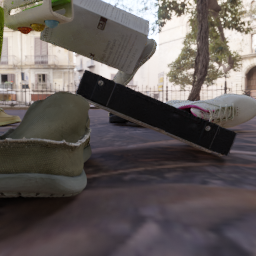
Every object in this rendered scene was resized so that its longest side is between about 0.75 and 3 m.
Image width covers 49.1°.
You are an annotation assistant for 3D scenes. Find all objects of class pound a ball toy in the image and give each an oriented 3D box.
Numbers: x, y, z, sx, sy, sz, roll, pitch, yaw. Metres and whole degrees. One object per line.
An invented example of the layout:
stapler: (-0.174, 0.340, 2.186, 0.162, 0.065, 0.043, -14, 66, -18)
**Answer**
pound a ball toy: (-2.266, -2.543, 6.178, 1.808, 0.768, 1.179, 1, 4, 32)

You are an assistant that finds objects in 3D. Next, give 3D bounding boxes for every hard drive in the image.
hard drive: (0.295, -0.188, 3.943, 2.001, 0.378, 1.398, 21, 2, -8)

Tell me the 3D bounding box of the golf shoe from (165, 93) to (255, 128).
golf shoe: (2.112, -0.310, 7.229, 2.593, 0.977, 1.187, -7, 12, 9)

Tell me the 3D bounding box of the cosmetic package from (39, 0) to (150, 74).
cosmetic package: (-0.874, -2.612, 7.471, 2.657, 1.351, 0.984, 17, 44, -11)

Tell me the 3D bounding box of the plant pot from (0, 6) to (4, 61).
plant pot: (-4.155, -1.080, 5.727, 2.806, 2.546, 2.792, -3, 6, -32)

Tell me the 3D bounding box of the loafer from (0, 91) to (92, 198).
loafer: (-0.753, 0.054, 2.551, 0.839, 0.777, 2.231, 0, 5, -6)

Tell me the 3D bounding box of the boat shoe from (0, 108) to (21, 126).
boat shoe: (-4.438, -0.401, 9.327, 1.897, 0.616, 0.685, 2, 5, 19)

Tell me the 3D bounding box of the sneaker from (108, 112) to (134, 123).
sneaker: (0.230, -0.566, 10.274, 2.242, 0.804, 0.928, 2, 5, 20)

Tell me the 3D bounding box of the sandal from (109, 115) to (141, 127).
sandal: (0.280, -0.246, 9.028, 0.891, 0.502, 2.343, 5, -9, -36)

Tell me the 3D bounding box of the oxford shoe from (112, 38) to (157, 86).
oxford shoe: (0.019, -2.517, 10.904, 0.795, 1.035, 2.753, 14, -40, -33)
